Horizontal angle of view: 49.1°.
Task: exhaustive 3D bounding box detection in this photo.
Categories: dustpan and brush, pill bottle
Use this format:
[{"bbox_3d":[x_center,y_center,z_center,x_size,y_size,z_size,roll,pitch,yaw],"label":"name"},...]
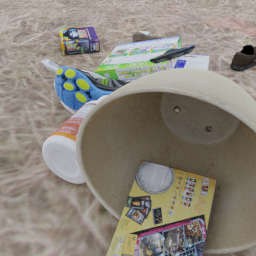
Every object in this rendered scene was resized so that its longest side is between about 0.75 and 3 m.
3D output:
[{"bbox_3d":[-1.767,-1.447,8.595,2.584,0.739,1.803,26,45,30],"label":"dustpan and brush"},{"bbox_3d":[-0.809,0.131,6.193,1.165,1.165,2.077,15,39,19],"label":"pill bottle"}]

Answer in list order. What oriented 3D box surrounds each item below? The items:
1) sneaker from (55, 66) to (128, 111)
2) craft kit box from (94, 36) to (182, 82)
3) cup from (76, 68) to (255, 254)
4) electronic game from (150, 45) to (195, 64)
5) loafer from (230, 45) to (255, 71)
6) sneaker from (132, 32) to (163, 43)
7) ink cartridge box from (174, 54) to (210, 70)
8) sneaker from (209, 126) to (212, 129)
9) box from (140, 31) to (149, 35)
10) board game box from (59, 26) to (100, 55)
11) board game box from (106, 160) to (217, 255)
[{"bbox_3d":[-0.680,-0.885,7.670,2.943,1.043,1.219,20,17,9],"label":"sneaker"},{"bbox_3d":[0.428,-2.322,9.480,2.440,0.592,2.410,-1,33,23],"label":"craft kit box"},{"bbox_3d":[0.983,0.209,4.614,2.966,2.966,2.122,15,40,19],"label":"cup"},{"bbox_3d":[0.852,-1.440,5.433,0.895,0.186,0.895,-18,13,4],"label":"electronic game"},{"bbox_3d":[4.526,-2.697,10.251,2.011,0.718,0.734,-31,47,-34],"label":"loafer"},{"bbox_3d":[0.891,-3.461,11.511,1.546,0.584,0.545,8,-8,-16],"label":"sneaker"},{"bbox_3d":[1.833,-1.652,8.988,1.345,0.530,2.704,8,39,17],"label":"ink cartridge box"},{"bbox_3d":[1.923,0.119,6.477,1.054,0.911,2.407,10,38,21],"label":"sneaker"},{"bbox_3d":[0.607,-3.918,12.222,0.452,0.270,1.099,10,38,13],"label":"box"},{"bbox_3d":[-2.061,-3.680,11.705,1.534,0.526,1.855,-10,39,-10],"label":"board game box"},{"bbox_3d":[0.555,1.587,4.490,1.368,0.349,2.020,14,55,16],"label":"board game box"}]
